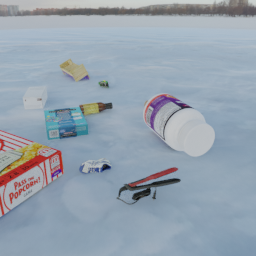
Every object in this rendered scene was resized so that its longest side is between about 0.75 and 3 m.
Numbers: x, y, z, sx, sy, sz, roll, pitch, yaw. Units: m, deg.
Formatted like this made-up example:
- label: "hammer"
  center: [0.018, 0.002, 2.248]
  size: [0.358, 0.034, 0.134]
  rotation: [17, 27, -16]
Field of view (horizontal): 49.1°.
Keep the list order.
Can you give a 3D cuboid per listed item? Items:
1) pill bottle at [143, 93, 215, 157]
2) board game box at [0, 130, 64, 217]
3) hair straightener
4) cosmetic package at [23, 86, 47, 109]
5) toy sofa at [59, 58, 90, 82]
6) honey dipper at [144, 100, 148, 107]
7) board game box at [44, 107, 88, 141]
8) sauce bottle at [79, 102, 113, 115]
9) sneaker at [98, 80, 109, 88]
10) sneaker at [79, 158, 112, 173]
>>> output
- label: "pill bottle"
  center: [1.435, -0.112, 8.107]
  size: [1.259, 1.259, 2.261]
  rotation: [-9, 27, -19]
- label: "board game box"
  center: [-3.402, 0.912, 6.532]
  size: [2.991, 0.693, 2.266]
  rotation: [14, 28, 28]
- label: "hair straightener"
  center: [0.448, 1.284, 5.827]
  size: [1.435, 0.552, 0.294]
  rotation: [-17, 4, -14]
- label: "cosmetic package"
  center: [-3.789, -1.261, 11.532]
  size: [0.753, 0.549, 1.482]
  rotation: [-3, 26, -6]
- label: "toy sofa"
  center: [-2.950, -3.084, 15.409]
  size: [0.821, 0.967, 1.982]
  rotation: [-37, 37, -15]
- label: "honey dipper"
  center: [1.390, -0.732, 10.650]
  size: [1.667, 0.317, 0.317]
  rotation: [18, 30, 31]
- label: "board game box"
  center: [-2.094, -0.190, 9.328]
  size: [1.262, 0.392, 1.672]
  rotation: [-8, 26, -16]
- label: "sauce bottle"
  center: [-1.203, -0.763, 10.596]
  size: [1.256, 0.415, 0.415]
  rotation: [-8, 26, -18]
- label: "sneaker"
  center: [-1.192, -2.117, 13.725]
  size: [0.380, 0.348, 0.892]
  rotation: [-18, 20, -20]
- label: "sneaker"
  center: [-0.790, 0.961, 6.917]
  size: [0.812, 0.306, 0.358]
  rotation: [-14, 28, -26]
